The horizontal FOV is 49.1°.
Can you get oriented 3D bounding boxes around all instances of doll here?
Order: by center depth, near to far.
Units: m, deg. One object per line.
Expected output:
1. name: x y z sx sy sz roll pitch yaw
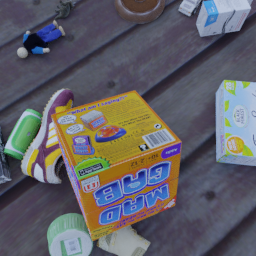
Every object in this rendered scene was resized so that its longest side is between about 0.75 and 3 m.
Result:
1. doll: -2.889 -2.841 9.179 1.660 0.402 1.132 -39 72 -14

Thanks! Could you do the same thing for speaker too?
1. speaker: -2.914 0.167 7.862 0.602 0.602 1.361 18 69 7

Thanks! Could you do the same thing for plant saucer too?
1. plant saucer: 0.415 -4.506 9.813 1.783 0.307 1.783 0 75 1

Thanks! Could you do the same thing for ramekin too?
1. ramekin: -1.321 2.600 6.496 1.093 0.534 1.093 -4 107 -12

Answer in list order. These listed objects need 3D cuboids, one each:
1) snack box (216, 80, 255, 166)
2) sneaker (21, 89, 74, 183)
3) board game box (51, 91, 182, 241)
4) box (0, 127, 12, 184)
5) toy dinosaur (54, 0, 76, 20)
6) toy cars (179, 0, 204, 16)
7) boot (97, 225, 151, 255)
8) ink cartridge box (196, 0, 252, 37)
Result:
1. snack box: 3.877 -0.074 7.791 2.666 0.902 2.248 4 69 3
2. sneaker: -1.807 0.213 7.656 1.181 0.982 2.622 17 78 12
3. board game box: -0.285 0.751 6.307 2.069 2.068 2.067 -18 42 -16
4. box: -4.550 0.905 7.559 2.346 0.584 1.850 -20 69 -8
5. toy dinosaur: -2.212 -4.095 9.687 0.512 0.386 1.002 29 83 -23
6. toy cars: 2.883 -4.639 9.839 2.369 0.525 1.062 -13 68 -5
7. boot: 0.068 2.487 6.944 1.170 0.548 1.505 27 71 10
8. ink cartridge box: 3.258 -3.676 9.182 1.762 1.022 0.598 -11 68 -4
